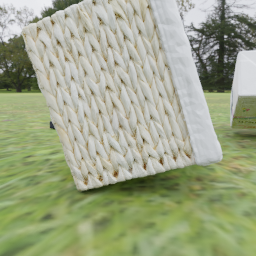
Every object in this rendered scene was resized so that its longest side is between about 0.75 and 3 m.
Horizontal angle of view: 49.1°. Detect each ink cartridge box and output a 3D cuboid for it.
[{"bbox_3d":[3.221,-0.628,6.289,1.683,0.967,2.874,1,-15,17],"label":"ink cartridge box"}]

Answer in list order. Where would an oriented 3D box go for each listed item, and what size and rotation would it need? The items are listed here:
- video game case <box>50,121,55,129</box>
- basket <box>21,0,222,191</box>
[{"bbox_3d":[-1.109,-0.152,8.176,1.733,0.221,1.566,3,8,18],"label":"video game case"},{"bbox_3d":[0.062,-0.514,3.736,1.672,2.079,2.061,-19,6,12],"label":"basket"}]
